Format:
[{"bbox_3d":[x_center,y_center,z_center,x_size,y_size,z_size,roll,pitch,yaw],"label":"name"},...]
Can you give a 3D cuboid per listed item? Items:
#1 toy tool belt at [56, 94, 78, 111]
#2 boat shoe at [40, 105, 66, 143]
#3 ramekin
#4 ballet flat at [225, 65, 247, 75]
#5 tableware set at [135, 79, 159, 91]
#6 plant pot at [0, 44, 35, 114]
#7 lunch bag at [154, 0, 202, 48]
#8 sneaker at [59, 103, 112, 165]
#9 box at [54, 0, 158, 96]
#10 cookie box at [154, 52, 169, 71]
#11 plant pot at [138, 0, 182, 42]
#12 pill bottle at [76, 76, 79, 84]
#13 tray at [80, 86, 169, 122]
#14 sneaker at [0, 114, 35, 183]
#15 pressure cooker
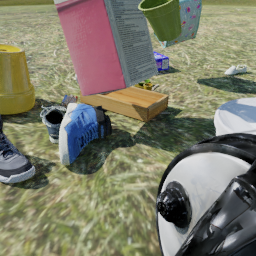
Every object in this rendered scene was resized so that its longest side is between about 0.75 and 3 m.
[{"bbox_3d":[-2.002,-0.869,9.247,0.566,0.575,0.922,7,28,-5],"label":"toy tool belt"},{"bbox_3d":[-2.134,-0.281,8.100,0.747,0.617,1.995,-8,30,-14],"label":"boat shoe"},{"bbox_3d":[3.224,0.344,6.343,2.603,1.212,2.603,1,29,0],"label":"ramekin"},{"bbox_3d":[4.891,-2.657,12.687,1.164,0.404,0.404,-12,31,-19],"label":"ballet flat"},{"bbox_3d":[-0.064,-1.811,11.165,2.375,0.364,1.600,15,32,25],"label":"tableware set"},{"bbox_3d":[-4.004,-1.649,9.004,1.974,1.857,1.974,9,25,-4],"label":"plant pot"},{"bbox_3d":[1.939,-4.231,10.848,1.587,1.863,1.136,-22,65,-12],"label":"lunch bag"},{"bbox_3d":[-1.020,0.092,7.175,1.235,0.852,2.220,2,33,-3],"label":"sneaker"},{"bbox_3d":[-0.508,-2.440,7.247,1.526,2.801,1.791,-5,17,34],"label":"box"},{"bbox_3d":[0.917,-3.199,13.396,1.440,0.633,1.684,-13,31,-22],"label":"cookie box"},{"bbox_3d":[0.780,-2.353,6.000,0.901,0.856,0.901,-16,40,14],"label":"plant pot"},{"bbox_3d":[-1.724,-2.228,11.471,0.787,0.787,1.382,-2,28,-3],"label":"pill bottle"},{"bbox_3d":[-0.161,-0.989,9.536,2.745,0.508,1.354,20,34,30],"label":"tray"},{"bbox_3d":[-2.907,0.392,6.293,2.064,1.174,0.779,21,35,33],"label":"sneaker"},{"bbox_3d":[1.634,1.224,3.196,2.825,2.485,2.524,-5,-2,-30],"label":"pressure cooker"}]
